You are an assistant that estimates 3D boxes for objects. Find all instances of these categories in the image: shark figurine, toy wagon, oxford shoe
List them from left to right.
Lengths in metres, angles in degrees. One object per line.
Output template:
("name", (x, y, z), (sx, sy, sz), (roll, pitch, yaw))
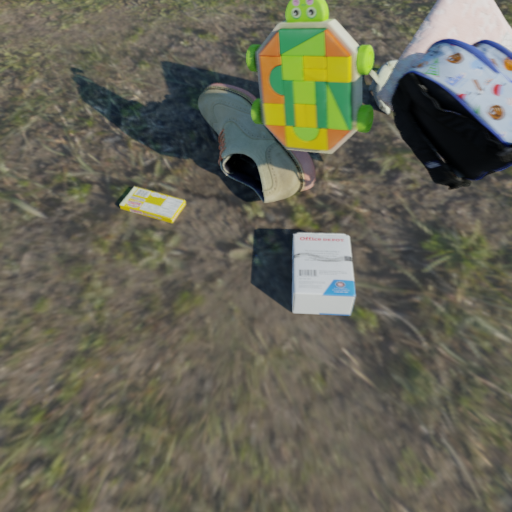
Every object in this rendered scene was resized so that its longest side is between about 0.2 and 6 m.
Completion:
("oxford shoe", (-0.352, -2.451, 11.745), (1.338, 1.283, 3.625), (-30, 54, -21))
("toy wagon", (0.778, -2.866, 8.604), (1.994, 2.570, 0.508), (11, 36, 26))
("shark figurine", (3.199, -4.407, 13.949), (1.185, 0.827, 1.983), (42, 62, -8))

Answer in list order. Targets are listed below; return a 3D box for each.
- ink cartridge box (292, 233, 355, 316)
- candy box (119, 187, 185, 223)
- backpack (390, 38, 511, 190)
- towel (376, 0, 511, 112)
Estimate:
("ink cartridge box", (1.129, 0.299, 9.680), (1.008, 0.582, 1.390), (2, 48, 2))
("candy box", (-2.063, -1.023, 11.177), (1.173, 0.155, 0.600), (16, 52, 15))
("backpack", (2.939, -2.124, 7.896), (1.915, 2.011, 1.549), (38, 81, 0))
("towel", (3.241, -2.996, 9.083), (2.271, 2.169, 0.366), (-58, 37, 8))
